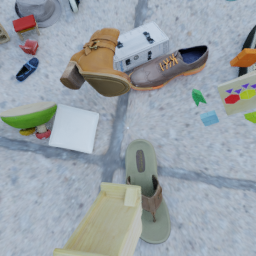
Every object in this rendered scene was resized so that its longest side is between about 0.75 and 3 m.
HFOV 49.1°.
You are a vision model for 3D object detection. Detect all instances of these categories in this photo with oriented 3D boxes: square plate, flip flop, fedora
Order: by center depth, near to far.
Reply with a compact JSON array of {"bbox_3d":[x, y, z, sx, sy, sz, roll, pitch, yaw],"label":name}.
[{"bbox_3d":[0.484,1.646,7.638,1.171,0.831,2.887,-5,73,-2],"label":"flip flop"},{"bbox_3d":[-1.585,0.032,8.323,1.268,0.182,1.280,13,74,-15],"label":"square plate"},{"bbox_3d":[-3.141,-4.258,9.498,1.635,0.738,1.446,28,76,8],"label":"fedora"}]

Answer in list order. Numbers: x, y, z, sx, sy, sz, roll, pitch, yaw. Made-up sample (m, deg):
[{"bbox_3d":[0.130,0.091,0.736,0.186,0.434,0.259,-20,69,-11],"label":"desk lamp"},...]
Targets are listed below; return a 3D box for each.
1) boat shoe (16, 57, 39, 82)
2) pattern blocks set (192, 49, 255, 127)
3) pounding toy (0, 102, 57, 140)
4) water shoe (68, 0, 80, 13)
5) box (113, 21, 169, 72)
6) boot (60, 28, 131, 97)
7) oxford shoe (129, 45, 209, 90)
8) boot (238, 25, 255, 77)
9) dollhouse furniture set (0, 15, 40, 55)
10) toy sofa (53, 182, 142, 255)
[{"bbox_3d":[-3.208,-1.897,8.988,0.406,0.331,0.965,27,75,8],"label":"boat shoe"},{"bbox_3d":[2.689,-0.818,5.835,2.634,2.315,0.213,-13,53,14],"label":"pattern blocks set"},{"bbox_3d":[-2.960,-0.074,8.007,2.027,1.565,0.941,-17,108,-25],"label":"pounding toy"},{"bbox_3d":[-1.793,-4.856,9.735,0.712,0.645,1.804,-11,74,-6],"label":"water shoe"},{"bbox_3d":[0.257,-2.572,8.925,1.883,0.566,1.098,-27,57,-8],"label":"box"},{"bbox_3d":[-0.568,-1.724,6.867,2.254,0.831,1.744,15,66,36],"label":"boot"},{"bbox_3d":[1.230,-1.968,8.672,2.664,0.971,0.950,-23,74,-7],"label":"oxford shoe"},{"bbox_3d":[4.494,-2.080,8.838,1.710,0.817,2.263,16,75,1],"label":"boot"},{"bbox_3d":[-4.099,-2.677,8.791,2.637,1.072,1.419,-20,74,-4],"label":"dollhouse furniture set"},{"bbox_3d":[-0.371,1.849,4.732,0.848,2.047,0.999,2,110,15],"label":"toy sofa"}]
